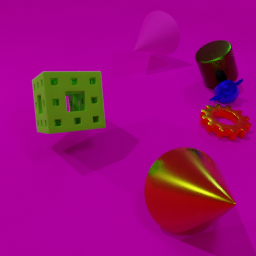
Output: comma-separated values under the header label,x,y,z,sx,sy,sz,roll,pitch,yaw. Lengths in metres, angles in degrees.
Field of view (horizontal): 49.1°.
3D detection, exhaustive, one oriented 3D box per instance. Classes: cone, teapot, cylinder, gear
label,x,y,z,sx,sy,sz,roll,pitch,yaw
cone,0.652,-2.808,9.133,1.520,1.520,1.525,27,50,28
teapot,2.717,-1.023,7.786,1.098,0.538,0.683,-34,73,8
cylinder,2.620,-1.857,8.252,1.037,1.037,1.037,-20,40,18
gear,2.432,-0.188,7.053,1.217,0.225,1.217,4,37,-3
cone,1.169,1.017,4.181,1.525,1.531,1.525,1,84,-11

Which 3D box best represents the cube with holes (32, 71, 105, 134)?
label,x,y,z,sx,sy,sz,roll,pitch,yaw
cube with holes,-1.295,-0.533,6.010,1.168,1.168,1.168,-6,4,-28
